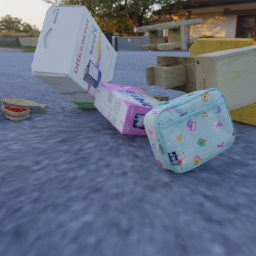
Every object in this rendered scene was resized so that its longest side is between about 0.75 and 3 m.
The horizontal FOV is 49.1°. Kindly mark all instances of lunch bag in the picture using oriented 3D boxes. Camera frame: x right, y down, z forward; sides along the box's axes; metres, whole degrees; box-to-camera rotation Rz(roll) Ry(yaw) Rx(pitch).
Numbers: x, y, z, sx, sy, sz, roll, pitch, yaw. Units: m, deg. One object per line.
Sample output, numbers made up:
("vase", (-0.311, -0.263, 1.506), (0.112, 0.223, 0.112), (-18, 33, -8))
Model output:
("lunch bag", (1.037, 0.003, 4.732), (1.480, 1.187, 0.571), (-24, 14, -19))

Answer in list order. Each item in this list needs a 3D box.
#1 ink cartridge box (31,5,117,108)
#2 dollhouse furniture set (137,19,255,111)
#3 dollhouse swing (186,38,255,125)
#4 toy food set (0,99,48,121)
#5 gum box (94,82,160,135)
("ink cartridge box", (-1.375, -1.878, 8.038), (1.164, 1.932, 2.659), (6, -12, 19))
("dollhouse furniture set", (1.743, -1.306, 6.692), (1.852, 2.444, 2.788), (-16, 21, -24))
("dollhouse swing", (3.094, -1.382, 7.814), (2.189, 2.118, 2.409), (-12, 21, -36))
("toy food set", (-3.943, -0.535, 8.146), (2.724, 0.429, 1.731), (11, 20, 9))
("gum box", (0.090, -0.483, 6.807), (1.176, 0.685, 2.072), (4, 21, -27))
